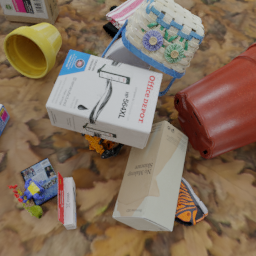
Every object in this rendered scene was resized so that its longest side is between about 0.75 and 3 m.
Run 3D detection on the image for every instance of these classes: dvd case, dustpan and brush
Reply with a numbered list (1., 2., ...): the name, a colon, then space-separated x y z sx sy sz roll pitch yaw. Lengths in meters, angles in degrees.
1. dvd case: -2.594 1.617 8.456 0.907 0.112 1.271 -29 64 -15
2. dustpan and brush: 0.475 -2.647 8.917 1.558 2.232 0.639 28 41 -29

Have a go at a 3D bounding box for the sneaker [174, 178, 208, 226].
1. sneaker: 1.435 2.034 7.920 0.895 0.619 1.597 -31 64 -18

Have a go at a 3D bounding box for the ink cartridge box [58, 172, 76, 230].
1. ink cartridge box: -1.646 1.976 7.639 0.294 1.157 1.314 -6 60 -4

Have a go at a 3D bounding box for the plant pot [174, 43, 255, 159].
1. plant pot: 3.121 -0.618 8.376 2.852 2.932 2.932 -25 63 -4

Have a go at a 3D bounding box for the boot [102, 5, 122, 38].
1. boot: -0.566 -4.454 11.767 1.445 0.535 1.184 42 68 17

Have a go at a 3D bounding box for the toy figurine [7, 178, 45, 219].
1. toy figurine: -2.680 1.830 7.945 1.287 0.679 0.771 40 75 20

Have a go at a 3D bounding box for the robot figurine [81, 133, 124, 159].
1. robot figurine: -0.476 -0.077 8.603 1.556 0.625 2.146 48 112 15

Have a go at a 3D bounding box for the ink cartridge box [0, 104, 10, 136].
1. ink cartridge box: -4.977 0.202 8.851 1.498 0.838 2.196 11 59 6

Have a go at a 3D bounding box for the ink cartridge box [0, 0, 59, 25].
1. ink cartridge box: -4.125 -5.540 11.176 2.131 2.587 0.972 6 57 4

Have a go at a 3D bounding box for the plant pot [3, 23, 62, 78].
1. plant pot: -3.329 -3.008 10.336 1.768 1.768 1.663 15 45 9

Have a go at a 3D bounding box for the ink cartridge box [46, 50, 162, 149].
1. ink cartridge box: -0.536 -0.753 7.344 2.566 1.082 1.873 14 63 1

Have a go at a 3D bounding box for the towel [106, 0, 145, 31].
1. towel: 0.749 -4.256 11.403 2.784 0.416 2.037 43 66 9

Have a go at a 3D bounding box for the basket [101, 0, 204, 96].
1. basket: 0.657 -2.198 7.752 2.238 2.538 1.766 24 47 -15

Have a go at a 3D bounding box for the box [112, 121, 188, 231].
1. box: 0.680 1.320 7.767 1.075 1.313 2.765 35 55 -29
